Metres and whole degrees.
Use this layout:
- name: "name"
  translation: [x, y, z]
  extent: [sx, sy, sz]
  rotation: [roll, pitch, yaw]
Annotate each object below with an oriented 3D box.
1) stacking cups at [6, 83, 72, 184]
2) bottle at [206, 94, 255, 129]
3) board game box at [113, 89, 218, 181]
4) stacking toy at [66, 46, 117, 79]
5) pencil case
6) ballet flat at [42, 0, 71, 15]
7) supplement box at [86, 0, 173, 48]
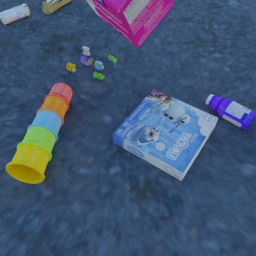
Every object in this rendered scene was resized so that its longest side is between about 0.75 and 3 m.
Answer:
- name: "stacking cups"
  translation: [-1.956, -0.076, 6.691]
  extent: [0.826, 0.826, 2.729]
  rotation: [7, 52, 5]
- name: "bottle"
  translation: [2.637, -0.467, 7.289]
  extent: [1.245, 0.406, 0.520]
  rotation: [34, 62, 24]
- name: "board game box"
  translation: [0.932, 0.054, 6.864]
  extent: [1.881, 0.410, 1.890]
  rotation: [28, 56, 20]
- name: "stacking toy"
  translation: [-1.098, -1.966, 8.600]
  extent: [1.297, 0.305, 0.978]
  rotation: [21, 56, 14]
- name: "pencil case"
  translation: [-4.137, -4.167, 10.227]
  extent: [1.073, 0.446, 0.487]
  rotation: [-34, 19, -23]
- name: "ballet flat"
  translation: [-2.699, -4.981, 10.852]
  extent: [0.565, 0.519, 1.647]
  rotation: [23, 54, 14]
- name: "supplement box"
  translation: [-0.020, -2.332, 4.624]
  extent: [1.154, 2.280, 1.178]
  rotation: [41, 97, 5]
